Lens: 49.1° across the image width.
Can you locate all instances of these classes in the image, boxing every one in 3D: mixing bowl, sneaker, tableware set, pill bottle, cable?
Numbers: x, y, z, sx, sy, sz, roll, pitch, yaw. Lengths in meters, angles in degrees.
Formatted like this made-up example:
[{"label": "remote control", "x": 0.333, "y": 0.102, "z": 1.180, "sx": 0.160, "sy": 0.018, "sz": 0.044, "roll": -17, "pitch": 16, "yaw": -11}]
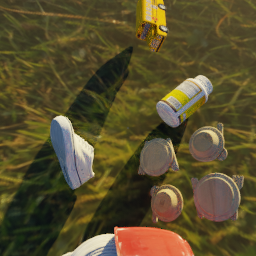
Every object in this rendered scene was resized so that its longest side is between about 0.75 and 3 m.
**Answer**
[{"label": "mixing bowl", "x": 0.633, "y": 2.697, "z": 4.922, "sx": 1.201, "sy": 2.217, "sz": 2.217, "roll": -16, "pitch": 69, "yaw": -3}, {"label": "sneaker", "x": -1.139, "y": 0.471, "z": 6.013, "sx": 0.703, "sy": 1.987, "sz": 0.726, "roll": -29, "pitch": 51, "yaw": -27}, {"label": "tableware set", "x": 1.229, "y": 1.013, "z": 6.054, "sx": 2.401, "sy": 0.279, "sz": 2.006, "roll": -18, "pitch": 62, "yaw": 33}, {"label": "pill bottle", "x": 1.453, "y": -0.714, "z": 7.079, "sx": 1.404, "sy": 0.767, "sz": 0.767, "roll": -38, "pitch": 73, "yaw": -13}, {"label": "cable", "x": -0.402, "y": 2.927, "z": 5.385, "sx": 1.699, "sy": 0.588, "sz": 1.699, "roll": -33, "pitch": 96, "yaw": -12}]

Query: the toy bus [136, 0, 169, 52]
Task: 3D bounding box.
[{"label": "toy bus", "x": 0.626, "y": -2.928, "z": 7.645, "sx": 0.732, "sy": 0.609, "sz": 1.870, "roll": 12, "pitch": 53, "yaw": -14}]
